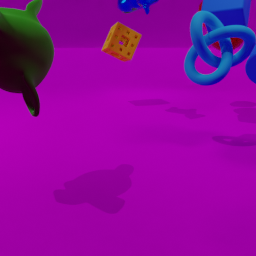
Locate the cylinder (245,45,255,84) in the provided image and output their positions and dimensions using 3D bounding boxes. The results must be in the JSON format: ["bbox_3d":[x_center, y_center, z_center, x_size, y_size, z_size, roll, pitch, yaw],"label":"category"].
[{"bbox_3d":[2.901,-1.393,5.597,0.851,0.851,0.851,13,52,35],"label":"cylinder"}]

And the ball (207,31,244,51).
[{"bbox_3d":[3.105,-3.022,8.767,1.213,1.213,1.213,0,18,0],"label":"ball"}]

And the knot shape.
[{"bbox_3d":[1.885,-1.664,6.229,1.610,1.507,0.744,27,10,-9],"label":"knot shape"}]

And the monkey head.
[{"bbox_3d":[-1.541,-1.194,3.781,1.191,1.976,1.421,7,-23,-30],"label":"monkey head"}]

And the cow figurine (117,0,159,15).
[{"bbox_3d":[0.244,-3.788,8.281,1.466,0.805,1.442,-12,35,31],"label":"cow figurine"}]

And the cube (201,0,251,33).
[{"bbox_3d":[2.732,-3.356,7.738,1.067,1.067,1.067,5,-14,30],"label":"cube"}]

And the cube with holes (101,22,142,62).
[{"bbox_3d":[-0.260,-3.164,10.436,0.988,0.988,0.988,23,1,-19],"label":"cube with holes"}]

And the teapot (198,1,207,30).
[{"bbox_3d":[3.021,-4.042,9.654,1.200,1.930,0.945,-23,1,-44],"label":"teapot"}]
